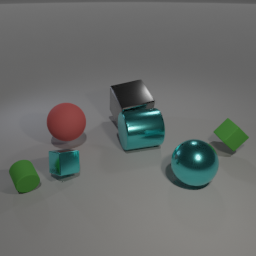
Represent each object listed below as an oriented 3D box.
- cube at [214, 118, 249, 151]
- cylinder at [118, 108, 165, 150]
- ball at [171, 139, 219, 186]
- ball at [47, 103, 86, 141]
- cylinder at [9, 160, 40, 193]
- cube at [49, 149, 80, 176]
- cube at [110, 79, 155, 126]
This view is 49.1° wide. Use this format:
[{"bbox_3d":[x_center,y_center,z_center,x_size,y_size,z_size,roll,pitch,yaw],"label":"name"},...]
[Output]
[{"bbox_3d":[3.529,0.228,9.609,0.700,0.700,0.700,36,15,-30],"label":"cube"},{"bbox_3d":[0.458,0.032,10.272,1.400,1.400,1.400,-7,29,-14],"label":"cylinder"},{"bbox_3d":[1.989,1.031,8.383,1.400,1.400,1.400,0,28,0],"label":"ball"},{"bbox_3d":[-2.227,-0.217,10.167,1.400,1.400,1.400,0,28,0],"label":"ball"},{"bbox_3d":[-3.057,1.417,8.267,0.700,0.700,0.700,-17,43,-29],"label":"cylinder"},{"bbox_3d":[-1.986,1.050,8.718,0.700,0.700,0.700,-4,4,-42],"label":"cube"},{"bbox_3d":[0.126,-0.921,11.516,1.400,1.400,1.400,-15,53,-16],"label":"cube"}]
